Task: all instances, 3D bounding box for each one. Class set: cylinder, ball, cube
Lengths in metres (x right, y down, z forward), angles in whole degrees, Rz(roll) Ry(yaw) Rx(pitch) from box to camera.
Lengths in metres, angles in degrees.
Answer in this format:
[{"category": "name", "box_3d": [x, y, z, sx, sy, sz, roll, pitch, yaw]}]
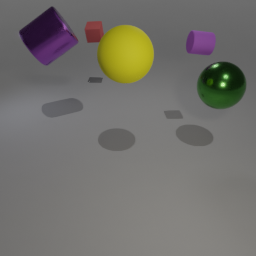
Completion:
[{"category": "cylinder", "box_3d": [-2.628, -3.059, 9.400, 1.400, 1.400, 1.400, -34, 32, 6]}, {"category": "ball", "box_3d": [2.753, -1.252, 8.294, 1.400, 1.400, 1.400, 0, 30, 0]}, {"category": "cylinder", "box_3d": [2.280, -2.675, 8.818, 0.700, 0.700, 0.700, 3, 30, -10]}, {"category": "ball", "box_3d": [-0.063, -1.810, 6.942, 1.400, 1.400, 1.400, 0, 30, 0]}, {"category": "cube", "box_3d": [-1.549, -4.437, 12.935, 0.700, 0.700, 0.700, 0, 49, 6]}]
